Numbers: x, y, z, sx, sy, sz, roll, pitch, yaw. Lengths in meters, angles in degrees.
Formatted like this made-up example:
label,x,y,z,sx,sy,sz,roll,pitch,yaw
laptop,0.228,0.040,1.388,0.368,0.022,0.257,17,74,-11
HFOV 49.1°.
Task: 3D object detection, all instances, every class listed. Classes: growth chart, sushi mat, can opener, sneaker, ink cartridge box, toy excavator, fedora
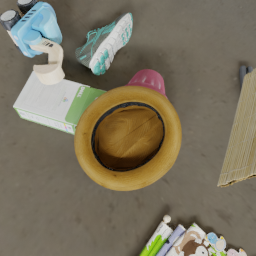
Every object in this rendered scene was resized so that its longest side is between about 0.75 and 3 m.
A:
label,x,y,z,sx,sy,sz,roll,pitch,yaw
growth chart,1.593,3.246,6.505,2.655,0.235,1.921,29,66,12
sushi mat,1.784,-0.210,3.909,0.130,1.027,2.146,27,62,-4
can opener,3.702,-1.308,8.544,0.423,0.530,1.585,6,64,3
sneaker,-0.774,-2.961,9.147,1.179,1.003,2.585,26,65,16
ink cartridge box,-1.807,-0.646,8.097,2.507,0.744,1.302,16,65,8
toy excavator,-2.605,-2.671,8.495,2.623,1.310,2.550,20,64,21
fedora,0.024,0.272,7.296,2.747,1.121,2.747,-1,83,6

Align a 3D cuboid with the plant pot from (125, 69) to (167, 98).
label,x,y,z,sx,sy,sz,roll,pitch,yaw
plant pot,0.479,-0.925,7.970,1.447,1.447,1.295,13,50,6
